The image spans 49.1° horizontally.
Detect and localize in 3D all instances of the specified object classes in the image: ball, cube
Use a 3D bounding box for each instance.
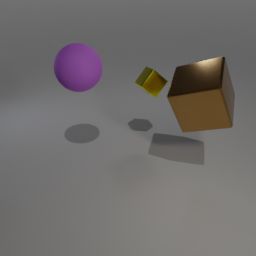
[{"bbox_3d":[-1.446,-1.755,8.171,1.400,1.400,1.400,0,29,0],"label":"ball"},{"bbox_3d":[0.784,-1.565,9.547,0.700,0.700,0.700,33,7,-26],"label":"cube"},{"bbox_3d":[2.073,-0.890,7.758,1.400,1.400,1.400,-7,42,30],"label":"cube"}]
